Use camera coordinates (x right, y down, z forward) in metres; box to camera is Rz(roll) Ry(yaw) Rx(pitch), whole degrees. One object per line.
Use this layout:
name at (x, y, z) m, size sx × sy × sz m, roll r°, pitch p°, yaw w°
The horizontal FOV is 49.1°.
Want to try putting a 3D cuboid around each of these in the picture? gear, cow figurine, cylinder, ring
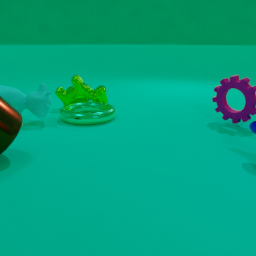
gear at (2.693, -0.706, 7.015) m, size 0.218 × 1.181 × 1.181 m, roll -22°, pitch 27°, yaw -37°
cow figurine at (-2.869, -0.698, 7.089) m, size 1.672 × 0.933 × 1.700 m, roll -8°, pitch -15°, yaw 38°
cylinder at (-2.700, -0.178, 4.862) m, size 1.188 × 1.188 × 1.188 m, roll -20°, pitch 45°, yaw 21°
ring at (-1.123, -0.434, 7.824) m, size 1.591 × 0.318 × 1.591 m, roll 0°, pitch 18°, yaw 0°
cow figurine at (-1.381, -0.976, 8.833) m, size 1.433 × 1.410 × 0.786 m, roll -35°, pitch 19°, yaw 7°

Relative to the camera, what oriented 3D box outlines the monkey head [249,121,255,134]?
monkey head at (2.762, 0.132, 4.187) m, size 1.185 × 1.414 × 1.966 m, roll -32°, pitch 36°, yaw 0°
